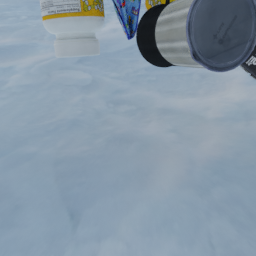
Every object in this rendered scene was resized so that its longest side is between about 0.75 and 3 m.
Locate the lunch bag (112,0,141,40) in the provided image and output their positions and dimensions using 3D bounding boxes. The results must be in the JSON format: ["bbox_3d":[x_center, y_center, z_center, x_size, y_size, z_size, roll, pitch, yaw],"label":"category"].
[{"bbox_3d":[-0.059,-3.057,7.055,0.690,1.468,1.105,-16,51,-7],"label":"lunch bag"}]

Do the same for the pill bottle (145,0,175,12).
[{"bbox_3d":[1.223,-3.048,6.016,1.595,2.828,1.595,5,53,-6],"label":"pill bottle"}]

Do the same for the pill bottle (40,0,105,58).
[{"bbox_3d":[-1.349,-3.111,6.732,1.520,2.695,1.520,-3,16,1],"label":"pill bottle"}]

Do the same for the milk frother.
[{"bbox_3d":[0.762,-1.887,4.134,1.893,1.709,1.781,29,2,-23],"label":"milk frother"}]

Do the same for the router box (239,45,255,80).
[{"bbox_3d":[3.692,-2.291,5.841,0.792,2.549,1.910,43,48,10],"label":"router box"}]
